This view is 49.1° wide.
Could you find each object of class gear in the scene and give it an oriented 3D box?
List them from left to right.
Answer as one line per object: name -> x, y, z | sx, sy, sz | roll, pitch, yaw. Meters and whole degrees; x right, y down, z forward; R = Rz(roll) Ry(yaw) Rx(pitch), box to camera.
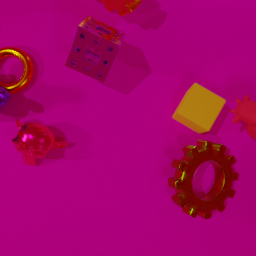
gear -> -0.541, -3.500, 6.377 | 2.016, 2.016, 0.373 | 41, 82, 4
gear -> 1.739, 1.166, 6.393 | 1.738, 0.322, 1.738 | -2, 95, -24

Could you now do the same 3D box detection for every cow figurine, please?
cow figurine -> 2.769, -0.145, 6.060 | 1.241, 1.261, 0.692 | 27, 84, 11

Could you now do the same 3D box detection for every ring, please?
ring -> -2.996, -1.463, 7.070 | 1.215, 0.243, 1.215 | 0, 84, 1

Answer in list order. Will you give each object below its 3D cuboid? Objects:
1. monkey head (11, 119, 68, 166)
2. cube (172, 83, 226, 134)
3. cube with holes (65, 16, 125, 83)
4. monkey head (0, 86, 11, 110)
monkey head -> -2.229, 0.382, 6.740 | 1.413, 1.017, 0.852 | 24, 49, 3
cube -> 1.662, -0.442, 6.680 | 0.823, 0.823, 0.823 | 31, 85, 3
cube with holes -> -0.710, -1.757, 6.246 | 0.930, 0.930, 0.930 | 23, 123, -8
monkey head -> -3.378, -0.839, 6.478 | 1.580, 0.952, 1.137 | -3, 111, 12
